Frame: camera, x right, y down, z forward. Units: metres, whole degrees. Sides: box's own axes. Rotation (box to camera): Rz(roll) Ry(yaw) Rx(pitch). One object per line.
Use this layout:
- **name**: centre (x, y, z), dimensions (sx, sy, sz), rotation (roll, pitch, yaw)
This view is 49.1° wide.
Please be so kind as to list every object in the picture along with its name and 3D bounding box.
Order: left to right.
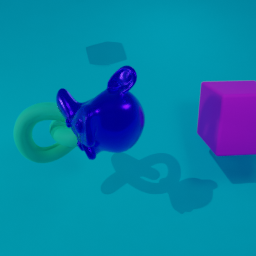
- **knot shape**: centre (-1.143, 0.034, 5.284), dimensions (1.897, 2.027, 0.937), rotation (-13, 79, -19)
- **monkey head**: centre (-0.367, -0.201, 3.968), dimensions (1.016, 1.686, 1.213), rotation (-30, 62, -23)
- **cube**: centre (2.389, -0.263, 6.147), dimensions (1.311, 1.311, 1.311), rotation (-2, 21, -4)
